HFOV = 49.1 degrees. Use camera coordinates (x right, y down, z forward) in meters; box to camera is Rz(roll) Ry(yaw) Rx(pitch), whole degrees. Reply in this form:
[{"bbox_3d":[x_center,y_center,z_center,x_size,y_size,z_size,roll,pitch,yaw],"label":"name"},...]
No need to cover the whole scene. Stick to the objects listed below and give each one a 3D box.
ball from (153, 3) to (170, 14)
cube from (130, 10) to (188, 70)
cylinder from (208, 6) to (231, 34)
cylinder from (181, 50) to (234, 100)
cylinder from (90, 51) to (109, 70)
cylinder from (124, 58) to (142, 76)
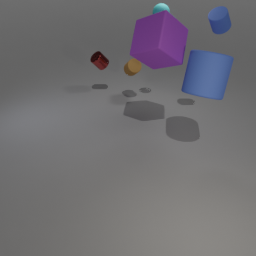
[{"bbox_3d":[1.356,-4.723,11.469,0.700,0.700,0.700,0,31,0],"label":"ball"},{"bbox_3d":[1.120,-3.084,10.051,1.400,1.400,1.400,2,-13,45],"label":"cube"},{"bbox_3d":[3.357,-3.932,10.248,0.700,0.700,0.700,-15,56,24],"label":"cylinder"},{"bbox_3d":[2.612,-1.762,9.294,1.400,1.400,1.400,11,13,-3],"label":"cylinder"},{"bbox_3d":[-1.451,-3.456,14.386,0.700,0.700,0.700,-20,53,29],"label":"cylinder"},{"bbox_3d":[0.221,-2.938,13.585,0.700,0.700,0.700,-11,1,-18],"label":"cylinder"}]
